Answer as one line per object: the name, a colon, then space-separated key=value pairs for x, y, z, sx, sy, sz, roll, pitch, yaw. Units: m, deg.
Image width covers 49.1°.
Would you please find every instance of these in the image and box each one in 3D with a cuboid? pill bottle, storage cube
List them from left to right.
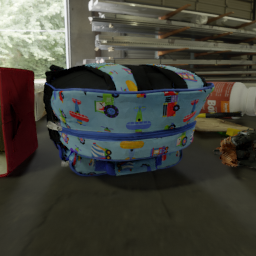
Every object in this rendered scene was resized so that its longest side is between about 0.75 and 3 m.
storage cube: x=-2.787 y=-0.210 z=5.138 sx=2.052 sy=1.754 sz=1.844 roll=-1 pitch=10 yaw=-3
pill bottle: x=3.520 y=-1.033 z=10.275 sx=2.339 sy=1.312 sz=1.312 roll=8 pitch=14 yaw=36

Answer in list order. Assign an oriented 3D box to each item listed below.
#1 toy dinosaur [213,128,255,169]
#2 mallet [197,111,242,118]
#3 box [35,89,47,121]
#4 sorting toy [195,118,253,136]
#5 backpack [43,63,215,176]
toy dinosaur: x=2.069 y=0.437 z=4.959 sx=1.203 sy=0.905 sz=1.772 roll=-10 pitch=24 yaw=32
mallet: x=2.406 y=-0.420 z=8.957 sx=2.254 sy=0.464 sz=0.742 roll=-3 pitch=13 yaw=15
box: x=-3.760 y=-0.931 z=10.608 sx=1.193 sy=0.977 sz=2.512 roll=-1 pitch=11 yaw=-4
sorting toy: x=2.389 y=0.030 z=7.490 sx=1.859 sy=0.334 sz=2.495 roll=5 pitch=10 yaw=-15
backpack: x=-0.029 y=-0.161 z=4.601 sx=2.487 sy=1.833 sz=2.724 roll=-5 pitch=11 yaw=-23
